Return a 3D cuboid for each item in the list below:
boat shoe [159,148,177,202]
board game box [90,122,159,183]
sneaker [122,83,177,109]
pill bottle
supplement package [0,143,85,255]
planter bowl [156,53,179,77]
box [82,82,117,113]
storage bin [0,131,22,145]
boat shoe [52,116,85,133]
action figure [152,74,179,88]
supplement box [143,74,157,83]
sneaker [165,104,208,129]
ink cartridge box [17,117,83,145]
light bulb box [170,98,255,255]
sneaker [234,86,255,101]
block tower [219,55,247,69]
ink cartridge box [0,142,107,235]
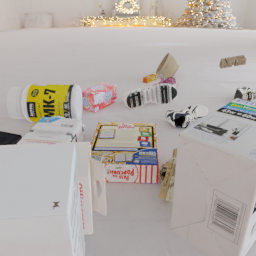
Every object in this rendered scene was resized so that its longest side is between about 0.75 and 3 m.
[{"bbox_3d":[1.321,1.269,8.342,0.736,0.813,2.282,5,28,9],"label":"boat shoe"},{"bbox_3d":[-0.123,0.698,9.629,2.268,0.693,2.994,2,26,4],"label":"board game box"},{"bbox_3d":[1.102,-1.729,14.330,2.982,1.120,1.209,-9,19,-19],"label":"sneaker"},{"bbox_3d":[-3.541,-1.070,12.176,2.899,1.657,1.657,0,26,1],"label":"pill bottle"},{"bbox_3d":[-1.842,1.909,4.918,1.998,2.633,1.984,-3,26,-6],"label":"supplement package"},{"bbox_3d":[2.712,-4.030,18.656,1.068,1.587,1.587,30,25,-10],"label":"planter bowl"},{"bbox_3d":[-1.444,-1.580,14.020,0.895,0.970,1.890,16,31,29],"label":"box"},{"bbox_3d":[-4.543,0.702,9.535,1.700,0.797,1.149,10,28,17],"label":"storage bin"},{"bbox_3d":[-2.612,-0.030,11.323,1.713,0.614,0.581,14,27,13],"label":"boat shoe"},{"bbox_3d":[2.087,-2.542,16.529,1.454,0.974,1.082,-23,66,-32],"label":"action figure"},{"bbox_3d":[1.417,-3.189,18.016,0.376,0.364,1.094,19,32,33],"label":"supplement box"},{"bbox_3d":[2.611,-0.429,11.912,1.877,0.749,1.222,-2,27,-4],"label":"sneaker"},{"bbox_3d":[-2.664,0.595,9.589,1.564,0.915,2.696,3,26,7],"label":"ink cartridge box"},{"bbox_3d":[2.517,1.071,6.522,1.726,2.741,2.765,23,36,38],"label":"light bulb box"},{"bbox_3d":[6.179,-1.717,14.520,0.917,0.768,2.072,18,32,37],"label":"sneaker"},{"bbox_3d":[3.386,-2.142,9.042,0.872,0.252,0.235,-11,55,-10],"label":"block tower"},{"bbox_3d":[-1.878,1.473,6.900,2.659,1.709,1.665,-2,25,-6],"label":"ink cartridge box"}]
